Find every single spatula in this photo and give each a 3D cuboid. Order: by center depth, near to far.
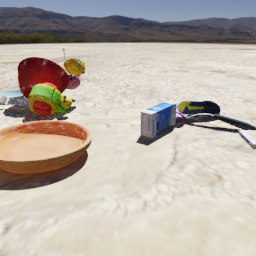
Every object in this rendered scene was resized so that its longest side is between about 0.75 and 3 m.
[{"bbox_3d":[2.203,-0.307,7.954,2.846,0.292,0.804,14,-1,25],"label":"spatula"}]

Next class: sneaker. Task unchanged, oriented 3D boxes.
[{"bbox_3d":[2.166,-0.613,8.672,1.406,0.520,0.578,7,1,-8],"label":"sneaker"}]

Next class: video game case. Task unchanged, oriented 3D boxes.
[{"bbox_3d":[3.399,0.258,6.900,1.007,0.115,0.917,0,20,0],"label":"video game case"}]

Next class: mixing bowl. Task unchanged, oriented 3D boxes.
[{"bbox_3d":[-3.057,-1.477,9.780,1.837,1.837,0.995,2,58,7],"label":"mixing bowl"}]

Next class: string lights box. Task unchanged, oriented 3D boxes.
[{"bbox_3d":[0.843,-0.259,7.522,0.374,0.653,1.270,15,25,35],"label":"string lights box"}]

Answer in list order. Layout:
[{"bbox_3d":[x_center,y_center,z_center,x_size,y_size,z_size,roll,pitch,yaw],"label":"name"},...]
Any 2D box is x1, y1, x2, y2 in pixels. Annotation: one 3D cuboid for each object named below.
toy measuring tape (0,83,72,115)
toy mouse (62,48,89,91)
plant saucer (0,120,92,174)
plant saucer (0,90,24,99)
[{"bbox_3d":[-3.098,-0.989,8.936,2.773,1.020,1.020,7,21,15],"label":"toy measuring tape"},{"bbox_3d":[-2.454,-1.749,10.221,2.197,0.478,2.473,-22,-16,19],"label":"toy mouse"},{"bbox_3d":[-1.940,0.381,6.119,2.303,0.431,2.303,1,20,0],"label":"plant saucer"},{"bbox_3d":[-4.466,-1.206,10.700,1.269,0.244,1.269,1,20,0],"label":"plant saucer"}]
